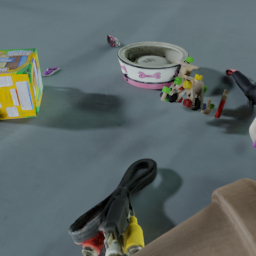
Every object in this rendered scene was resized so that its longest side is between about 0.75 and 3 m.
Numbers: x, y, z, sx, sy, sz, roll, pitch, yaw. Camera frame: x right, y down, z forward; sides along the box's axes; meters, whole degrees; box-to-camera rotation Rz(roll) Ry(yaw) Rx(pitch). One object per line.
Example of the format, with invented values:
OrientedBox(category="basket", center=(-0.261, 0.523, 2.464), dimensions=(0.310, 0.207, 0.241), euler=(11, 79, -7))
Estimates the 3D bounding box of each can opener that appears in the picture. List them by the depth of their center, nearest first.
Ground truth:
OrientedBox(category="can opener", center=(3.992, -1.289, 9.166), dimensions=(0.896, 0.722, 2.278), euler=(-26, 25, 9))

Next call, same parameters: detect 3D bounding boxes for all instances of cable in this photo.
OrientedBox(category="cable", center=(-0.153, 1.561, 5.483), dimensions=(1.354, 0.702, 2.788), euler=(-8, 20, 19))

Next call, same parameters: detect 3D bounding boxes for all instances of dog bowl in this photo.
OrientedBox(category="dog bowl", center=(0.899, -2.324, 10.330), dimensions=(2.566, 0.946, 2.566), euler=(0, 36, 0))

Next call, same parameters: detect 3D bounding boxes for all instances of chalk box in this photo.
OrientedBox(category="chalk box", center=(-3.530, -1.538, 8.745), dimensions=(1.494, 1.501, 2.413), euler=(-5, 37, -7))

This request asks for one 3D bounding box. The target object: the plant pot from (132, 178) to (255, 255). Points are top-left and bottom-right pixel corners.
OrientedBox(category="plant pot", center=(1.011, 2.029, 3.457), dimensions=(2.032, 2.330, 2.330), euler=(-20, 36, 4))

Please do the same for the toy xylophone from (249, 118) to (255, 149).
OrientedBox(category="toy xylophone", center=(3.845, -0.408, 6.515), dimensions=(2.552, 1.869, 0.641), euler=(-35, 65, 2))

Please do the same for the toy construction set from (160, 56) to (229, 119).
OrientedBox(category="toy construction set", center=(1.947, -1.228, 7.985), dimensions=(1.863, 1.432, 1.554), euler=(19, 8, -1))

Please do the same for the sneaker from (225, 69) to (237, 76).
OrientedBox(category="sneaker", center=(4.083, -2.065, 10.519), dimensions=(0.350, 0.298, 0.808), euler=(-22, 41, -30))

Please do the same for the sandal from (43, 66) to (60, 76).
OrientedBox(category="sandal", center=(-3.007, -2.245, 10.847), dimensions=(0.341, 0.206, 0.839), euler=(17, 39, 22))

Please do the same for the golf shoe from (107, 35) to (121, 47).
OrientedBox(category="golf shoe", center=(-0.706, -4.168, 13.439), dimensions=(0.462, 0.364, 1.003), euler=(-12, 46, -23))
